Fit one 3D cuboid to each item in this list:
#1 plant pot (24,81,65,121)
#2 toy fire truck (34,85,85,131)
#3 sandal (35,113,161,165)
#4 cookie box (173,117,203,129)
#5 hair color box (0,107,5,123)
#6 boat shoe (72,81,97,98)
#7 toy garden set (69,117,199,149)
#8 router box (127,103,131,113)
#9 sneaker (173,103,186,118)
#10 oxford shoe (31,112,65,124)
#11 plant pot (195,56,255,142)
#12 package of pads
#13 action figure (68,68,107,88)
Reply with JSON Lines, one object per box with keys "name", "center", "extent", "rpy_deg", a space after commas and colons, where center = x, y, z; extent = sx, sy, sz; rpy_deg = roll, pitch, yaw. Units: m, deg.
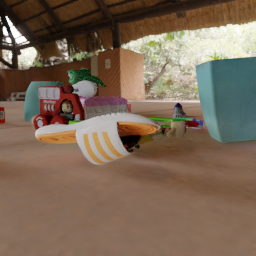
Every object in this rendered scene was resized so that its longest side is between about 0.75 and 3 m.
{"name": "plant pot", "center": [-3.807, -1.295, 13.314], "extent": [2.255, 1.810, 2.255], "rpy_deg": [0, 8, 0]}
{"name": "toy fire truck", "center": [-2.143, -0.597, 8.840], "extent": [1.798, 1.510, 1.008], "rpy_deg": [4, 8, 31]}
{"name": "sandal", "center": [-0.608, 0.301, 5.055], "extent": [2.624, 0.752, 1.005], "rpy_deg": [-8, -17, 31]}
{"name": "cookie box", "center": [2.097, -0.175, 9.880], "extent": [0.725, 0.319, 0.848], "rpy_deg": [9, -2, -45]}
{"name": "hair color box", "center": [-5.867, -0.572, 12.021], "extent": [1.357, 0.689, 0.415], "rpy_deg": [3, 8, 33]}
{"name": "boat shoe", "center": [-1.561, -1.443, 10.372], "extent": [0.569, 0.623, 1.731], "rpy_deg": [-25, 13, -35]}
{"name": "toy garden set", "center": [0.351, 0.112, 7.179], "extent": [2.994, 0.597, 2.496], "rpy_deg": [-4, 6, -32]}
{"name": "router box", "center": [-1.229, -1.087, 16.069], "extent": [2.552, 0.695, 2.843], "rpy_deg": [-1, 7, -6]}
{"name": "sneaker", "center": [2.788, -0.990, 15.049], "extent": [0.651, 0.766, 1.750], "rpy_deg": [1, 8, 11]}
{"name": "oxford shoe", "center": [-2.673, -0.221, 10.318], "extent": [1.600, 0.566, 0.591], "rpy_deg": [-11, 30, -36]}
{"name": "plant pot", "center": [2.725, -0.733, 7.448], "extent": [1.472, 2.083, 1.471], "rpy_deg": [-4, 7, 0]}
{"name": "package of pads", "center": [-1.376, -0.734, 11.474], "extent": [1.794, 1.127, 2.977], "rpy_deg": [-3, 8, -24]}
{"name": "action figure", "center": [-1.876, -2.044, 11.740], "extent": [1.505, 0.697, 2.548], "rpy_deg": [32, 13, 6]}
